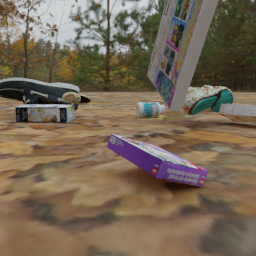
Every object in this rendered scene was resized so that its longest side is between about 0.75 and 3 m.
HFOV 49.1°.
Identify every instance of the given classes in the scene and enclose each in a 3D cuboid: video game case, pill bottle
[{"bbox_3d":[1.036,-1.852,6.018,0.282,2.380,2.167,6,29,-15],"label":"video game case"},{"bbox_3d":[0.781,-0.625,9.696,0.955,0.529,0.529,-2,9,-15],"label":"pill bottle"}]

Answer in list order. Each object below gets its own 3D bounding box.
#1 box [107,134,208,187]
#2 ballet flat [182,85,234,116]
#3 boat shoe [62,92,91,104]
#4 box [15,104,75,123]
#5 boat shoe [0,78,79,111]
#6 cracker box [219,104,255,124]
[{"bbox_3d":[0.311,0.364,3.339,0.726,0.207,1.061,16,4,-35],"label":"box"},{"bbox_3d":[2.314,-0.938,8.333,2.604,0.985,0.832,-7,44,-48],"label":"ballet flat"},{"bbox_3d":[-1.630,-0.946,9.014,0.988,0.366,0.328,-5,19,-43],"label":"boat shoe"},{"bbox_3d":[-2.564,-0.469,8.830,1.612,0.485,0.940,1,9,5],"label":"box"},{"bbox_3d":[-3.088,-1.085,9.571,2.833,0.854,1.071,1,-17,-9],"label":"boat shoe"},{"bbox_3d":[3.265,-0.387,7.805,0.783,0.337,1.170,20,-5,-38],"label":"cracker box"}]
